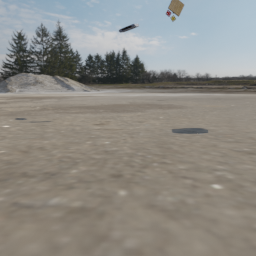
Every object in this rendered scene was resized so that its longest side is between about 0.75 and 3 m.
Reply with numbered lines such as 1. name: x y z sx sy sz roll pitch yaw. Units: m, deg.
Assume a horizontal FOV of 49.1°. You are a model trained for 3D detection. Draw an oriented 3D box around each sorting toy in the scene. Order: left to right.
1. sorting toy: 1.768 -4.520 10.541 0.540 1.120 0.189 29 -10 -22

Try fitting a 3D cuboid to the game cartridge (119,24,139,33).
1. game cartridge: 0.048 -4.032 11.293 0.755 0.154 0.503 -11 10 29
